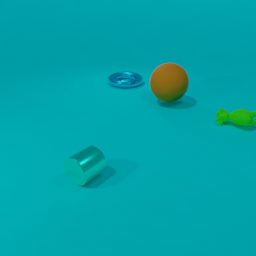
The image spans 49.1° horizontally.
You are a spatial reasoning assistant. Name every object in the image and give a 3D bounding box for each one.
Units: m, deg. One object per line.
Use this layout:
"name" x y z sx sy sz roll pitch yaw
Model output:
"cylinder" -0.982 0.854 6.494 0.708 0.708 0.708 21 35 33
"ring" -0.111 -2.157 12.439 1.578 0.316 1.578 1 28 0
"cow figurine" 3.367 -0.340 8.787 1.055 0.589 1.072 -4 12 -20
"ball" 1.494 -1.644 10.164 1.398 1.398 1.398 0 28 0
